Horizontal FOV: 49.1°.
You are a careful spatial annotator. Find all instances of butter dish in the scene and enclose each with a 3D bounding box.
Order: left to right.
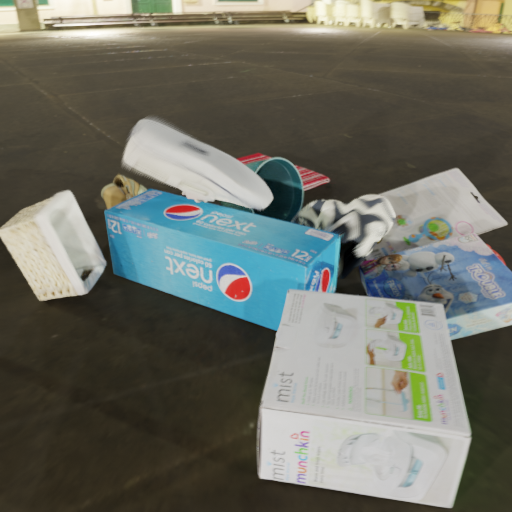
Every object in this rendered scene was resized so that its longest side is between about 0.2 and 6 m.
[{"bbox_3d":[4.036,0.112,10.021,0.922,0.682,0.920,-3,28,-5],"label":"butter dish"}]

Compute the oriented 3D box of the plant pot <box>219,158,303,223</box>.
[{"bbox_3d":[-0.009,-1.326,12.054,1.513,1.513,1.422,-23,20,-36],"label":"plant pot"}]

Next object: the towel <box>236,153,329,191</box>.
[{"bbox_3d":[0.346,-2.116,14.612,2.592,0.291,1.874,26,36,37],"label":"towel"}]

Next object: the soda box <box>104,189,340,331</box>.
[{"bbox_3d":[-0.652,0.002,9.518,3.931,1.333,1.261,16,32,28],"label":"soda box"}]

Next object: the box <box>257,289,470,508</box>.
[{"bbox_3d":[1.246,1.535,6.828,2.137,1.171,2.421,4,28,8],"label":"box"}]

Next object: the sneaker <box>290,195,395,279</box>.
[{"bbox_3d":[1.264,-0.241,10.093,2.285,0.912,1.487,-3,41,41],"label":"sneaker"}]

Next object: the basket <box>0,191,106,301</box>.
[{"bbox_3d":[-3.410,-0.141,9.466,0.963,1.562,1.059,-13,26,14],"label":"basket"}]

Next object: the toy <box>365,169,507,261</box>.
[{"bbox_3d":[3.194,-0.618,11.179,2.937,0.693,1.691,-17,56,-15],"label":"toy"}]

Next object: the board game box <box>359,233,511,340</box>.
[{"bbox_3d":[2.922,0.517,8.981,2.106,0.459,2.116,-14,29,3],"label":"board game box"}]

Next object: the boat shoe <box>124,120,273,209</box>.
[{"bbox_3d":[-0.996,-1.364,9.686,2.633,0.865,0.947,22,33,-22],"label":"boat shoe"}]

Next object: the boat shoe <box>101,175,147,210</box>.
[{"bbox_3d":[-2.874,-1.090,11.784,0.866,0.921,2.418,-43,24,8],"label":"boat shoe"}]
